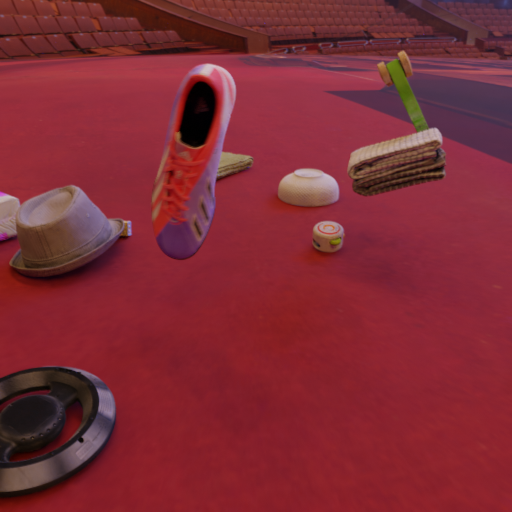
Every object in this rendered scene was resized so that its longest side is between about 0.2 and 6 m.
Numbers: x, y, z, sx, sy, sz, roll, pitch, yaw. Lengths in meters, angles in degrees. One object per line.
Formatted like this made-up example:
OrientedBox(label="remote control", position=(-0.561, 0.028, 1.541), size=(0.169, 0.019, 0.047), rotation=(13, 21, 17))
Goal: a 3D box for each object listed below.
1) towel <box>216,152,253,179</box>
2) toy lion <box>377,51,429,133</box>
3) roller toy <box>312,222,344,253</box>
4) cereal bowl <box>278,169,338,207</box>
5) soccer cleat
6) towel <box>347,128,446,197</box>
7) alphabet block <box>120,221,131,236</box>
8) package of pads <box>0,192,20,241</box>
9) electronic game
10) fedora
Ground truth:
OrientedBox(label="towel", position=(-1.121, -2.421, 15.045), size=(1.429, 0.351, 1.926), rotation=(16, 30, 33))
OrientedBox(label="toy lion", position=(2.691, -2.751, 9.870), size=(0.530, 1.479, 1.543), rotation=(-24, 5, 20))
OrientedBox(label="roller toy", position=(1.336, -0.342, 10.435), size=(0.558, 0.428, 0.612), rotation=(11, 37, 16))
OrientedBox(label="cereal bowl", position=(1.230, -1.657, 13.095), size=(1.447, 0.602, 1.447), rotation=(1, 25, 0))
OrientedBox(label="soccer cleat", position=(-0.835, -1.050, 6.734), size=(0.839, 2.459, 0.900), rotation=(16, 18, 1))
OrientedBox(label="towel", position=(2.347, -1.542, 9.318), size=(1.568, 0.671, 1.299), rotation=(-13, 17, 18))
OrientedBox(label="alphabet block", position=(-2.618, -0.532, 10.953), size=(0.286, 0.281, 0.279), rotation=(0, 5, 0))
OrientedBox(label="package of pads", position=(-6.130, -0.610, 10.419), size=(2.092, 0.923, 2.707), rotation=(18, 30, 34))
OrientedBox(label="electronic game", position=(-2.376, 1.773, 5.914), size=(1.752, 0.365, 1.752), rotation=(0, 29, 0))
OrientedBox(label="fedora", position=(-3.437, -0.577, 9.867), size=(2.013, 1.028, 2.276), rotation=(-9, 27, 10))
